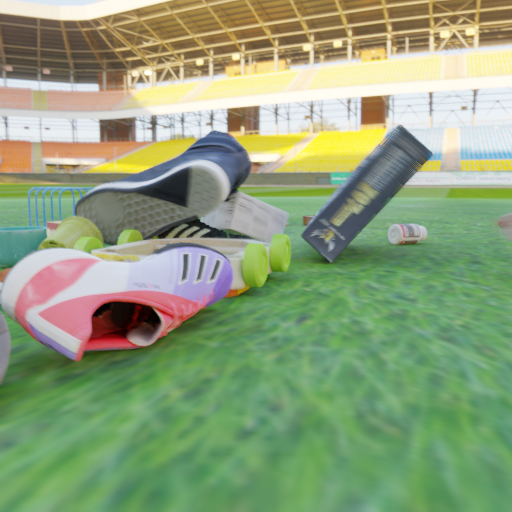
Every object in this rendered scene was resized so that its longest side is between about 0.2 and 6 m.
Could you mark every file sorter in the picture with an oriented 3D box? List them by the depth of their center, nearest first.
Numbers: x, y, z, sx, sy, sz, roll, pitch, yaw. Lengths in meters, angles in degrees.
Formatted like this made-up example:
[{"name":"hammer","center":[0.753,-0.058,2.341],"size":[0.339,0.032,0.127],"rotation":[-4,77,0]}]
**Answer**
[{"name":"file sorter","center":[-4.790,-1.136,14.243],"size":[1.363,1.205,1.964],"rotation":[-6,9,-43]}]

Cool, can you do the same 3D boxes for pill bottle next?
[{"name":"pill bottle","center":[3.281,-0.470,12.092],"size":[0.793,0.439,0.439],"rotation":[-3,8,-27]}]

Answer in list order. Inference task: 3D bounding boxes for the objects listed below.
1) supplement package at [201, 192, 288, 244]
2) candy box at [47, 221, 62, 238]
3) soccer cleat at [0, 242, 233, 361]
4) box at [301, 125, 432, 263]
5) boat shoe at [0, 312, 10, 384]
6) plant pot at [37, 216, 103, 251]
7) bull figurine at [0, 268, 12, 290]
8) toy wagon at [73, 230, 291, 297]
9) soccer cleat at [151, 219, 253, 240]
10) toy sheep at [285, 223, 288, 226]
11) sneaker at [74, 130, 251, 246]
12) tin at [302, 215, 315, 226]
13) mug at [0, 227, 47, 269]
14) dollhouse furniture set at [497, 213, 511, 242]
[{"name":"supplement package","center":[-0.216,-0.635,9.911],"size":[1.189,0.659,0.926],"rotation":[20,-9,-39]},{"name":"candy box","center":[-3.674,-0.563,12.618],"size":[0.994,0.476,1.723],"rotation":[6,10,38]},{"name":"soccer cleat","center":[-0.884,0.404,4.831],"size":[0.896,0.835,2.449],"rotation":[36,19,28]},{"name":"box","center":[1.924,-1.138,10.303],"size":[0.773,2.391,3.032],"rotation":[42,10,2]},{"name":"boat shoe","center":[-2.177,0.534,3.741],"size":[0.679,0.669,1.824],"rotation":[4,24,-44]},{"name":"plant pot","center":[-2.836,-0.100,8.408],"size":[0.823,0.823,0.757],"rotation":[2,19,12]},{"name":"bull figurine","center":[-2.551,0.289,6.313],"size":[1.356,0.442,0.823],"rotation":[-2,8,-12]},{"name":"toy wagon","center":[-1.039,0.094,7.086],"size":[2.492,0.636,3.212],"rotation":[2,9,17]},{"name":"soccer cleat","center":[-0.995,-0.338,9.118],"size":[2.042,0.828,0.689],"rotation":[1,-20,3]},{"name":"toy sheep","center":[0.421,-0.924,14.814],"size":[0.982,0.677,0.677],"rotation":[6,5,-21]},{"name":"sneaker","center":[-1.388,-1.128,9.084],"size":[2.790,1.061,2.016],"rotation":[-11,25,25]},{"name":"tin","center":[2.199,-1.065,17.094],"size":[1.694,0.355,0.949],"rotation":[6,5,36]},{"name":"mug","center":[-3.679,-0.133,8.841],"size":[0.823,0.619,1.001],"rotation":[1,7,11]},{"name":"dollhouse furniture set","center":[4.510,-0.224,6.707],"size":[1.559,2.225,1.568],"rotation":[-18,-28,-27]}]
